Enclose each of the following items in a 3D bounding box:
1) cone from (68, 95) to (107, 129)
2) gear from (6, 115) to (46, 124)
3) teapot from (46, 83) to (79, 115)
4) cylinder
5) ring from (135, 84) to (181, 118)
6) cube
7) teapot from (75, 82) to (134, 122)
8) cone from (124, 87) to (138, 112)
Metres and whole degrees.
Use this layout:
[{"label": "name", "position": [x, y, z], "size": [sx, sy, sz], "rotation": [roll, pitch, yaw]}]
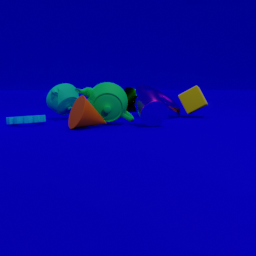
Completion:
[{"label": "cone", "position": [-1.007, -0.284, 7.810], "size": [0.970, 0.966, 0.966], "rotation": [21, -3, -30]}, {"label": "gear", "position": [-3.054, -0.254, 8.418], "size": [1.089, 0.201, 1.089], "rotation": [-4, 4, 0]}, {"label": "teapot", "position": [-2.203, -0.953, 9.650], "size": [1.146, 0.902, 1.843], "rotation": [-37, -27, -2]}, {"label": "cylinder", "position": [0.662, -0.571, 8.083], "size": [0.798, 0.798, 0.798], "rotation": [-2, 28, -11]}, {"label": "ring", "position": [1.150, -1.041, 10.615], "size": [1.947, 0.389, 1.947], "rotation": [27, 21, -11]}, {"label": "cube", "position": [2.432, -1.034, 10.441], "size": [0.773, 0.773, 0.773], "rotation": [-28, -7, 19]}, {"label": "teapot", "position": [-0.664, -0.727, 8.296], "size": [1.975, 1.228, 0.967], "rotation": [29, 18, -15]}, {"label": "cone", "position": [-0.170, -1.017, 12.593], "size": [1.248, 1.248, 1.253], "rotation": [9, 38, 46]}]
